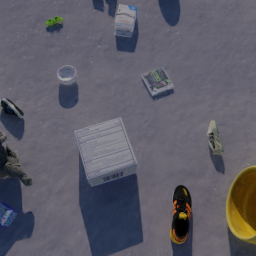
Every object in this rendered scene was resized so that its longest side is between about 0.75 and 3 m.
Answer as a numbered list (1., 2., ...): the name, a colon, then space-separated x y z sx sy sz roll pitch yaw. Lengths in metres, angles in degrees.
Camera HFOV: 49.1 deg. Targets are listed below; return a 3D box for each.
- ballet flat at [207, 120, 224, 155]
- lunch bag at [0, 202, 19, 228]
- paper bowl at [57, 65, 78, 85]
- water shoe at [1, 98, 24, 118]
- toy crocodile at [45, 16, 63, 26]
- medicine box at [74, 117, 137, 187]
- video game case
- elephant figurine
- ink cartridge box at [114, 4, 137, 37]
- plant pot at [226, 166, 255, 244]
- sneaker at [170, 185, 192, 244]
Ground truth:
1. ballet flat: 3.256 0.336 10.667 0.440 0.476 1.410 -8 65 0
2. lunch bag: -4.286 2.931 9.560 0.808 0.380 0.608 24 70 21
3. paper bowl: -2.556 -2.199 11.847 0.837 0.435 0.837 0 65 0
4. water shoe: -4.655 -0.690 11.233 1.217 0.435 0.480 40 94 20
5. toy crocodile: -3.510 -5.059 13.290 0.865 0.267 0.292 -24 68 -6
6. medicine box: -0.795 0.853 10.122 1.775 1.003 1.948 -17 65 -7
7. video game case: 1.255 -2.000 11.925 1.015 0.130 1.117 -22 67 -10
8. elephant figurine: -4.434 1.225 9.887 1.450 2.049 1.590 -31 28 12
9. ink cartridge box: -0.119 -5.028 13.114 0.866 0.506 1.492 9 66 4
10. plant pot: 4.670 2.583 8.792 2.181 2.319 2.319 18 65 -10
11. sneaker: 1.814 2.803 9.296 0.680 0.875 1.945 8 66 4
